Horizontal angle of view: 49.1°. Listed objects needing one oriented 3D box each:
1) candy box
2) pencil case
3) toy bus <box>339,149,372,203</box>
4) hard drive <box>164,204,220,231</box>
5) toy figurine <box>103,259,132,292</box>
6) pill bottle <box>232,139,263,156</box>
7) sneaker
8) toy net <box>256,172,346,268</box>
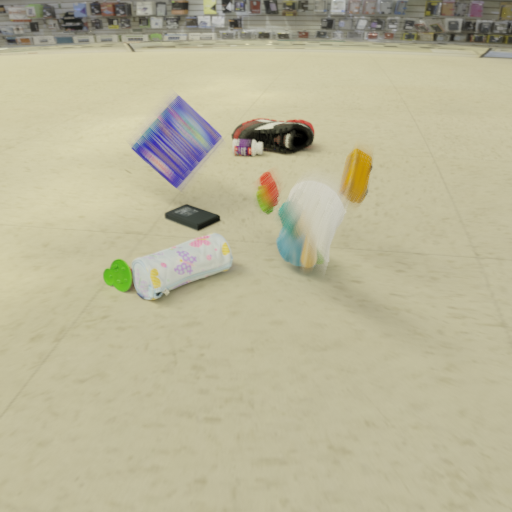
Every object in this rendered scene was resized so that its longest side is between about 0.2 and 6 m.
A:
[{"bbox_3d":[-1.899,-2.688,13.298,1.666,1.409,0.642,-48,14,-1],"label":"candy box"},{"bbox_3d":[-1.386,0.182,10.627,1.941,0.807,0.881,-22,36,-37],"label":"pencil case"},{"bbox_3d":[1.841,-1.460,10.392,0.380,0.457,1.167,29,54,-17],"label":"toy bus"},{"bbox_3d":[-1.534,-0.934,13.460,1.122,0.184,0.783,21,34,34],"label":"hard drive"},{"bbox_3d":[-2.395,0.327,10.824,0.838,0.629,0.772,-10,2,38],"label":"toy figurine"},{"bbox_3d":[-0.270,-3.481,18.028,0.944,0.526,0.526,4,28,7],"label":"pill bottle"},{"bbox_3d":[0.627,-3.914,18.331,2.819,0.996,1.377,-2,25,-7],"label":"sneaker"},{"bbox_3d":[0.832,-0.758,9.722,0.720,1.957,3.731,-20,-2,-10],"label":"toy net"}]
